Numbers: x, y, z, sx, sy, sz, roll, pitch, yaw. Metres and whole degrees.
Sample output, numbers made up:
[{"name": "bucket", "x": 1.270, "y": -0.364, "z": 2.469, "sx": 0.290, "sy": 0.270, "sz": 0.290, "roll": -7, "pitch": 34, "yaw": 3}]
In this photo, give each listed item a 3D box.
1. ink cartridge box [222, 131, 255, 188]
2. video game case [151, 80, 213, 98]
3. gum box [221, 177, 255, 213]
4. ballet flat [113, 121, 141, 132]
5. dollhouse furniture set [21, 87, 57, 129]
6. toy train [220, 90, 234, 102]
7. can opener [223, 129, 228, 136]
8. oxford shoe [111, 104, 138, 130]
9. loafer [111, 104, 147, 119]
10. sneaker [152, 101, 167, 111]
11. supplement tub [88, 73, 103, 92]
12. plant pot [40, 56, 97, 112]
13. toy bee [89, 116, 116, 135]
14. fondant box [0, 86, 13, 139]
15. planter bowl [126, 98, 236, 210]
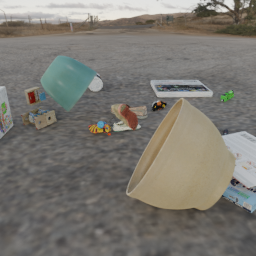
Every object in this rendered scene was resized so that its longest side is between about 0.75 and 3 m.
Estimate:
[{"name": "ink cartridge box", "x": 3.425, "y": 0.993, "z": 8.155, "sx": 2.289, "sy": 0.574, "sz": 2.637, "roll": -10, "pitch": 26, "yaw": -19}, {"name": "video game case", "x": 2.939, "y": -2.272, "z": 15.996, "sx": 2.979, "sy": 0.348, "sz": 2.708, "roll": -1, "pitch": 23, "yaw": -4}, {"name": "gum box", "x": 3.002, "y": 1.594, "z": 7.149, "sx": 1.119, "sy": 0.249, "sz": 0.951, "roll": -18, "pitch": 29, "yaw": -35}, {"name": "ballet flat", "x": -0.033, "y": -0.103, "z": 10.929, "sx": 1.142, "sy": 0.397, "sz": 0.397, "roll": -7, "pitch": 24, "yaw": -15}, {"name": "dollhouse furniture set", "x": -3.661, "y": -0.810, "z": 11.199, "sx": 0.969, "sy": 1.375, "sz": 0.964, "roll": 13, "pitch": 30, "yaw": 35}, {"name": "toy train", "x": 5.172, "y": -1.678, "z": 14.538, "sx": 0.290, "sy": 0.392, "sz": 1.390, "roll": 18, "pitch": 30, "yaw": 36}, {"name": "can opener", "x": 3.467, "y": 0.299, "z": 9.988, "sx": 0.470, "sy": 0.379, "sz": 1.196, "roll": 9, "pitch": 25, "yaw": 23}, {"name": "oxford shoe", "x": -0.083, "y": -0.419, "z": 9.932, "sx": 0.521, "sy": 1.411, "sz": 0.499, "roll": 14, "pitch": 63, "yaw": 37}, {"name": "loafer", "x": 0.046, "y": -0.838, "z": 12.378, "sx": 1.781, "sy": 0.560, "sz": 0.640, "roll": 12, "pitch": 26, "yaw": 25}, {"name": "sneaker", "x": 1.473, "y": -1.044, "z": 13.105, "sx": 0.466, "sy": 0.362, "sz": 1.036, "roll": 9, "pitch": 23, "yaw": 27}, {"name": "supplement tub", "x": -1.965, "y": -2.714, "z": 16.296, "sx": 0.899, "sy": 0.899, "sz": 1.467, "roll": -5, "pitch": 24, "yaw": -11}, {"name": "plant pot", "x": -2.509, "y": -1.946, "z": 11.380, "sx": 1.629, "sy": 2.030, "sz": 2.030, "roll": 37, "pitch": 18, "yaw": -16}, {"name": "toy bee", "x": -0.913, "y": 0.024, "z": 10.481, "sx": 1.117, "sy": 0.607, "sz": 0.731, "roll": -22, "pitch": -9, "yaw": 34}, {"name": "fondant box", "x": -4.971, "y": -0.401, "z": 10.002, "sx": 0.662, "sy": 1.641, "sz": 2.275, "roll": -1, "pitch": 23, "yaw": 2}, {"name": "planter bowl", "x": 1.333, "y": 0.837, "z": 6.553, "sx": 1.733, "sy": 2.575, "sz": 2.575, "roll": 30, "pitch": 27, "yaw": 0}]
